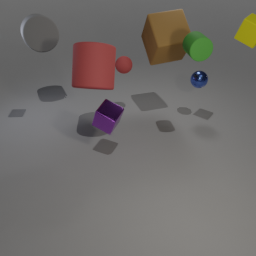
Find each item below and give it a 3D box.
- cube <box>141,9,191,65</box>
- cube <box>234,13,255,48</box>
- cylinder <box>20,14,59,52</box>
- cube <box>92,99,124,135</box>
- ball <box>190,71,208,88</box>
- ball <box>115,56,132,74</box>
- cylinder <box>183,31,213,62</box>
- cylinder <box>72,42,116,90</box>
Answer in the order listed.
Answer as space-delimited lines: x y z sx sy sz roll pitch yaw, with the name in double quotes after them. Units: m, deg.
1.454 -3.446 10.741 1.400 1.400 1.400 -13 77 -11 "cube"
3.981 -3.116 8.962 0.700 0.700 0.700 37 51 17 "cube"
-3.660 -3.940 11.565 1.400 1.400 1.400 -12 28 -19 "cylinder"
-0.641 -0.356 8.965 0.700 0.700 0.700 29 50 4 "cube"
2.879 -1.963 11.329 0.700 0.700 0.700 0 31 0 "ball"
-0.168 -2.564 11.378 0.700 0.700 0.700 0 31 0 "ball"
2.045 -2.411 8.250 0.700 0.700 0.700 -4 34 -7 "cylinder"
-1.127 -2.001 9.253 1.400 1.400 1.400 3 6 0 "cylinder"
